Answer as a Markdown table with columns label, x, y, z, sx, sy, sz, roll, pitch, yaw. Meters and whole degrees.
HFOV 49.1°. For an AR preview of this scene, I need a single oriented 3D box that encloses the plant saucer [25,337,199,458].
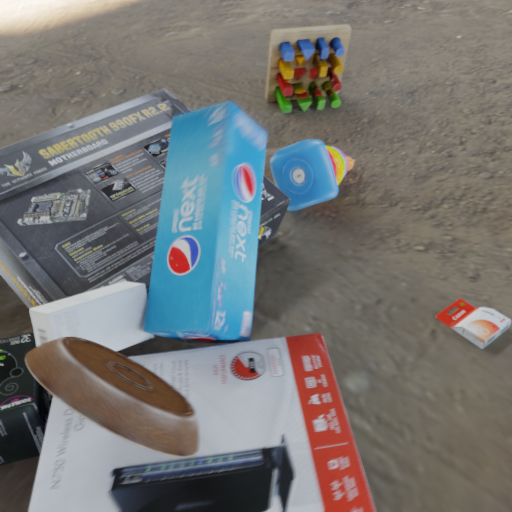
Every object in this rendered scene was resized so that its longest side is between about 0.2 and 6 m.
| label | x | y | z | sx | sy | sz | roll | pitch | yaw |
| --- | --- | --- | --- | --- | --- | --- | --- | --- | --- |
| plant saucer | -1.147 | 1.139 | 4.830 | 1.667 | 1.667 | 0.287 | 29 | 84 | 31 |

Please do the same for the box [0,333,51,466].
| label | x | y | z | sx | sy | sz | roll | pitch | yaw |
| --- | --- | --- | --- | --- | --- | --- | --- | --- | --- |
| box | -3.076 | 1.642 | 6.091 | 1.471 | 0.914 | 1.092 | -10 | 39 | -15 |

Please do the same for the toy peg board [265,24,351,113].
| label | x | y | z | sx | sy | sz | roll | pitch | yaw |
| --- | --- | --- | --- | --- | --- | --- | --- | --- | --- |
| toy peg board | 1.244 | -4.149 | 12.759 | 1.818 | 1.811 | 0.889 | -9 | 55 | -11 |

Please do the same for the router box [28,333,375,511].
| label | x | y | z | sx | sy | sz | roll | pitch | yaw |
| --- | --- | --- | --- | --- | --- | --- | --- | --- | --- |
| router box | -0.492 | 2.311 | 5.152 | 2.961 | 0.806 | 3.300 | -7 | 37 | -4 |

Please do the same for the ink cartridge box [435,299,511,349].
| label | x | y | z | sx | sy | sz | roll | pitch | yaw |
| --- | --- | --- | --- | --- | --- | --- | --- | --- | --- |
| ink cartridge box | 2.961 | 0.857 | 7.653 | 0.628 | 0.194 | 0.774 | -27 | 48 | -30 |

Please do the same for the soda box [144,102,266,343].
| label | x | y | z | sx | sy | sz | roll | pitch | yaw |
| --- | --- | --- | --- | --- | --- | --- | --- | --- | --- |
| soda box | -0.564 | -0.369 | 6.768 | 0.933 | 0.883 | 2.751 | -5 | 70 | 31 |

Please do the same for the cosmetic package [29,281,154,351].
| label | x | y | z | sx | sy | sz | roll | pitch | yaw |
| --- | --- | --- | --- | --- | --- | --- | --- | --- | --- |
| cosmetic package | -1.790 | 0.750 | 6.224 | 0.490 | 0.681 | 1.208 | 3 | 13 | 44 |

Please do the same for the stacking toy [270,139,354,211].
| label | x | y | z | sx | sy | sz | roll | pitch | yaw |
| --- | --- | --- | --- | --- | --- | --- | --- | --- | --- |
| stacking toy | 1.262 | -1.599 | 10.173 | 1.154 | 1.091 | 1.988 | -15 | 6 | 38 |

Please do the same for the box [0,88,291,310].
| label | x | y | z | sx | sy | sz | roll | pitch | yaw |
| --- | --- | --- | --- | --- | --- | --- | --- | --- | --- |
| box | -1.887 | -0.721 | 8.257 | 3.072 | 0.938 | 3.879 | 43 | 52 | 17 |
